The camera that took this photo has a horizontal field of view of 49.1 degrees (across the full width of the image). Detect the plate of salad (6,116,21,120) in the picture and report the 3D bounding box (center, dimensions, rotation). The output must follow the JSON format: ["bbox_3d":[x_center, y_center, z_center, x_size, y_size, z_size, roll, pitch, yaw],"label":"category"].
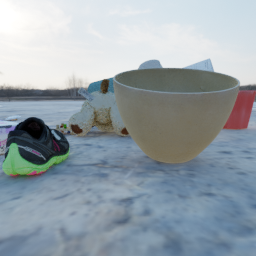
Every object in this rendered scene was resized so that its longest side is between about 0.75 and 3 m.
[{"bbox_3d":[-5.858,-0.488,14.321,0.762,0.183,0.762,-7,15,2],"label":"plate of salad"}]

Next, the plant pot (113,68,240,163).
[{"bbox_3d":[0.888,-0.242,5.687,2.381,1.598,2.381,1,22,0],"label":"plant pot"}]

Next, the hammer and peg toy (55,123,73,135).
[{"bbox_3d":[-2.222,0.012,9.592,0.972,0.343,0.715,1,7,6],"label":"hammer and peg toy"}]

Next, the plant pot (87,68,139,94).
[{"bbox_3d":[-0.412,-1.384,13.212,2.541,2.594,2.594,-6,5,17],"label":"plant pot"}]

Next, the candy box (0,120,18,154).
[{"bbox_3d":[-3.536,0.208,6.681,1.855,0.664,1.556,7,10,43],"label":"candy box"}]

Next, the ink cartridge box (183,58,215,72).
[{"bbox_3d":[1.841,-1.019,9.282,2.327,1.704,0.999,-17,30,21],"label":"ink cartridge box"}]

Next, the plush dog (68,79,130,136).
[{"bbox_3d":[-0.788,-0.483,9.530,2.240,1.797,1.924,0,-16,-1],"label":"plush dog"}]

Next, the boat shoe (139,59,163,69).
[{"bbox_3d":[1.175,-1.817,10.988,0.945,1.174,2.532,-23,32,-1],"label":"boat shoe"}]

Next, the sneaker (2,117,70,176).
[{"bbox_3d":[-1.651,0.233,5.398,0.854,0.933,2.226,0,7,-1],"label":"sneaker"}]

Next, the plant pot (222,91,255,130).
[{"bbox_3d":[4.100,-0.735,11.020,1.666,1.474,1.666,0,8,0],"label":"plant pot"}]
